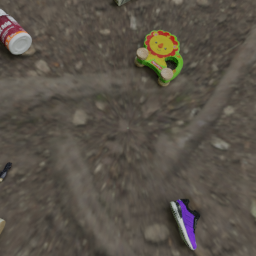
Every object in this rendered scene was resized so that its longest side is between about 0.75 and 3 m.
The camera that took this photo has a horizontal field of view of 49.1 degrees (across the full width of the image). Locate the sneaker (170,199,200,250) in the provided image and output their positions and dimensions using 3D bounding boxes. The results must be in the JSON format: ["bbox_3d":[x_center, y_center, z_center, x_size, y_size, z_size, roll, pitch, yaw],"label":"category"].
[{"bbox_3d":[1.455,2.207,6.536,0.585,0.409,1.177,-19,82,-8],"label":"sneaker"}]

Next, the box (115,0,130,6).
[{"bbox_3d":[0.051,-4.082,8.329,0.998,0.410,0.341,-31,78,-7],"label":"box"}]

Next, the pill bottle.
[{"bbox_3d":[-3.332,-2.695,7.785,0.698,0.698,1.223,-43,79,-11],"label":"pill bottle"}]

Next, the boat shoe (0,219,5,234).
[{"bbox_3d":[-3.877,2.900,6.133,0.849,0.942,2.619,41,84,5],"label":"boat shoe"}]

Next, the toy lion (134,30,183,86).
[{"bbox_3d":[0.961,-2.046,7.786,1.408,0.484,1.350,43,71,10],"label":"toy lion"}]

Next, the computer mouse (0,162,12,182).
[{"bbox_3d":[-3.497,0.938,7.041,1.037,0.227,0.568,25,81,1],"label":"computer mouse"}]
